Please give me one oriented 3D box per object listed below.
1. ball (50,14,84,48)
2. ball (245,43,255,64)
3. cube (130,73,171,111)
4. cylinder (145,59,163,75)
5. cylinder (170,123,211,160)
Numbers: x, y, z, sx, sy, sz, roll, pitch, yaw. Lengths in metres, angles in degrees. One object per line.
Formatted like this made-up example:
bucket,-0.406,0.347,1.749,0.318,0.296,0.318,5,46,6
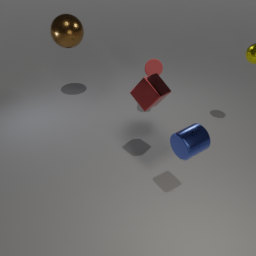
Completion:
ball,-2.590,-4.125,11.948,1.400,1.400,1.400,0,32,0
ball,4.440,-2.567,9.691,0.700,0.700,0.700,0,32,0
cube,0.632,-1.007,7.820,0.700,0.700,0.700,52,40,7
cylinder,1.014,-2.381,11.175,0.700,0.700,0.700,1,9,2
cylinder,1.500,0.330,6.782,0.700,0.700,0.700,-24,39,-23
